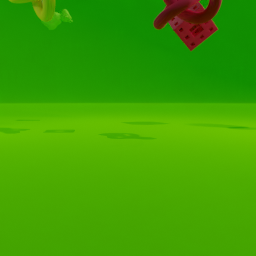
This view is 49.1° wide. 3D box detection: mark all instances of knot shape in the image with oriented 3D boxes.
[{"bbox_3d":[-1.946,-3.174,6.448,1.672,1.565,0.773,-33,-34,13],"label":"knot shape"},{"bbox_3d":[1.092,-2.626,5.518,1.435,1.343,0.663,-16,-29,28],"label":"knot shape"}]

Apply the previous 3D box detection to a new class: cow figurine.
[{"bbox_3d":[-2.594,-3.990,10.360,0.937,0.953,0.523,33,4,5],"label":"cow figurine"}]

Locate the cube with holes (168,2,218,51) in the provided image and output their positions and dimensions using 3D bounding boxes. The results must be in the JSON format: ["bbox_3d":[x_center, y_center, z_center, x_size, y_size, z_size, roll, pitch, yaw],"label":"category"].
[{"bbox_3d":[2.023,-3.404,9.047,1.052,1.052,1.052,-37,-49,22],"label":"cube with holes"}]
